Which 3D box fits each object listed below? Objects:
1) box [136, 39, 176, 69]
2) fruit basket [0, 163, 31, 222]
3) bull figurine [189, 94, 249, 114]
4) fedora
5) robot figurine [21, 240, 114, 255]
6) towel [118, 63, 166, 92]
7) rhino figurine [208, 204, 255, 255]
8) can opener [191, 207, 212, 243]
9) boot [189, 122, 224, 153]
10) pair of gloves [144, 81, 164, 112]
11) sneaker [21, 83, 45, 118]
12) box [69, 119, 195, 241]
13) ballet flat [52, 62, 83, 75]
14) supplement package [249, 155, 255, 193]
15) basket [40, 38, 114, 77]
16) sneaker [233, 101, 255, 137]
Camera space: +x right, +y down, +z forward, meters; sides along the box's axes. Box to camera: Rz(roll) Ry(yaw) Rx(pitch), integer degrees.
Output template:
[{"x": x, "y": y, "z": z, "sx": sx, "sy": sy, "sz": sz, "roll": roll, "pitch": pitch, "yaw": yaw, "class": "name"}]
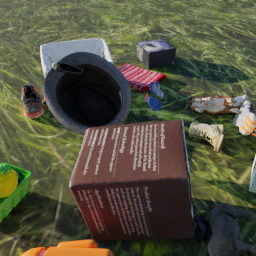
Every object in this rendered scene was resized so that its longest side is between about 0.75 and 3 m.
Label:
[{"x": 1.582, "y": -4.261, "z": 15.961, "sx": 1.711, "sy": 1.055, "sz": 1.698, "roll": -14, "pitch": 40, "yaw": -18, "class": "box"}, {"x": -3.534, "y": 1.560, "z": 7.562, "sx": 1.320, "sy": 1.830, "sz": 1.830, "roll": 14, "pitch": 39, "yaw": 19, "class": "fruit basket"}, {"x": 3.815, "y": -0.988, "z": 11.586, "sx": 2.455, "sy": 0.800, "sz": 1.490, "roll": -3, "pitch": 7, "yaw": 6, "class": "bull figurine"}, {"x": -1.237, "y": -0.963, "z": 9.225, "sx": 2.832, "sy": 1.279, "sz": 2.505, "roll": 38, "pitch": 80, "yaw": 6, "class": "fedora"}, {"x": -1.197, "y": 3.177, "z": 5.515, "sx": 2.708, "sy": 1.579, "sz": 1.948, "roll": 2, "pitch": 61, "yaw": 0, "class": "robot figurine"}, {"x": 0.398, "y": -2.699, "z": 14.480, "sx": 2.701, "sy": 0.304, "sz": 1.953, "roll": 25, "pitch": 43, "yaw": 30, "class": "towel"}, {"x": 2.460, "y": 2.813, "z": 6.707, "sx": 1.041, "sy": 0.712, "sz": 2.380, "roll": 7, "pitch": 39, "yaw": 14, "class": "rhino figurine"}, {"x": 1.659, "y": 2.340, "z": 7.604, "sx": 0.534, "sy": 0.663, "sz": 1.685, "roll": -42, "pitch": 37, "yaw": 12, "class": "can opener"}, {"x": 2.827, "y": 0.293, "z": 10.215, "sx": 1.228, "sy": 0.572, "sz": 1.588, "roll": 11, "pitch": 32, "yaw": 12, "class": "boot"}, {"x": 0.781, "y": -0.924, "z": 8.029, "sx": 0.097, "sy": 0.686, "sz": 0.854, "roll": -4, "pitch": 59, "yaw": 47, "class": "pair of gloves"}, {"x": -4.171, "y": -1.505, "z": 12.207, "sx": 1.009, "sy": 1.073, "sz": 2.619, "roll": -13, "pitch": 39, "yaw": -17, "class": "sneaker"}, {"x": 0.241, "y": 1.329, "z": 7.168, "sx": 2.619, "sy": 2.173, "sz": 2.150, "roll": -5, "pitch": 35, "yaw": 9, "class": "box"}, {"x": -1.782, "y": -1.794, "z": 8.320, "sx": 0.923, "sy": 0.307, "sz": 0.262, "roll": 7, "pitch": -11, "yaw": -27, "class": "ballet flat"}, {"x": 4.648, "y": 0.805, "z": 8.314, "sx": 1.444, "sy": 1.963, "sz": 1.877, "roll": 14, "pitch": 37, "yaw": 22, "class": "supplement package"}, {"x": -2.305, "y": -2.691, "z": 12.887, "sx": 2.995, "sy": 1.848, "sz": 2.030, "roll": -11, "pitch": 53, "yaw": -12, "class": "basket"}, {"x": 4.930, "y": -0.101, "z": 10.523, "sx": 1.503, "sy": 1.041, "sz": 2.683, "roll": 26, "pitch": 27, "yaw": 3, "class": "sneaker"}]
